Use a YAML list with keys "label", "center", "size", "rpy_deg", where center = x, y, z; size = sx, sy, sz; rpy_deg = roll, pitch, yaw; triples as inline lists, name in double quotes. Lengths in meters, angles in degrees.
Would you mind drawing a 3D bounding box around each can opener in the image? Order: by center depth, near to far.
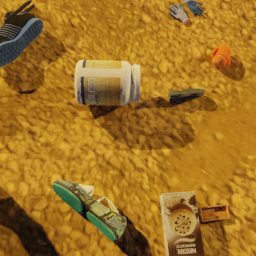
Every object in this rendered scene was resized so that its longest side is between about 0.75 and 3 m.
- label: "can opener"
  center: [-4.782, -5.070, 12.384]
  size: [0.653, 0.526, 1.661]
  rpy_deg: [21, 57, 36]

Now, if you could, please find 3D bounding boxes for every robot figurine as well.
- label: "robot figurine"
  center: [3.811, -2.922, 11.445]
  size: [0.610, 0.752, 1.046]
  rpy_deg: [13, 66, 39]

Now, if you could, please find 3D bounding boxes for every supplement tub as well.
- label: "supplement tub"
  center: [-0.721, -1.650, 10.354]
  size: [2.290, 1.654, 1.654]
  rpy_deg: [1, 68, -2]

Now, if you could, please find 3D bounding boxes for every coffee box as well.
- label: "coffee box"
  center: [1.686, 3.091, 8.953]
  size: [1.100, 0.777, 1.946]
  rpy_deg: [-4, 68, -2]

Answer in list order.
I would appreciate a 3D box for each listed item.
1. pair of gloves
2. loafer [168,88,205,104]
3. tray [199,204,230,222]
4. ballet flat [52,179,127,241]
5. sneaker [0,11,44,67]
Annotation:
- label: "pair of gloves"
  center: [2.640, -5.345, 12.648]
  size: [1.514, 0.173, 1.217]
  rpy_deg: [-34, 74, -12]
- label: "loafer"
  center: [2.276, -1.247, 10.927]
  size: [1.457, 0.458, 0.524]
  rpy_deg: [-5, 27, -3]
- label: "tray"
  center: [2.897, 2.849, 9.383]
  size: [0.919, 0.170, 0.453]
  rpy_deg: [-6, 69, -2]
- label: "ballet flat"
  center: [-1.213, 2.491, 9.235]
  size: [2.808, 1.042, 1.042]
  rpy_deg: [38, 73, 12]
- label: "sneaker"
  center: [-4.912, -3.701, 11.600]
  size: [1.157, 1.041, 2.970]
  rpy_deg: [33, 67, 19]
